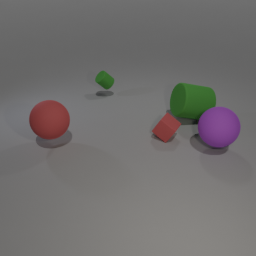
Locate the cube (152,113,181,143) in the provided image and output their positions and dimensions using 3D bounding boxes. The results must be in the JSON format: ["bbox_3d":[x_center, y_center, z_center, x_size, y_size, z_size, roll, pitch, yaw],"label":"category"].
[{"bbox_3d":[1.463,-0.017,10.641,0.700,0.700,0.700,40,39,5],"label":"cube"}]

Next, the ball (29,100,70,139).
[{"bbox_3d":[-2.778,-0.292,9.960,1.400,1.400,1.400,0,29,0],"label":"ball"}]

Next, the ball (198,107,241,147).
[{"bbox_3d":[3.127,-0.034,9.653,1.400,1.400,1.400,0,29,0],"label":"ball"}]

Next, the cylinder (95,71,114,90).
[{"bbox_3d":[-1.160,-2.394,14.013,0.700,0.700,0.700,34,6,-38],"label":"cylinder"}]

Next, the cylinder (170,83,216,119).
[{"bbox_3d":[2.673,-1.094,11.657,1.400,1.400,1.400,6,27,-19],"label":"cylinder"}]
